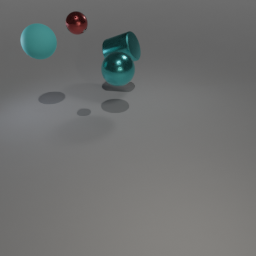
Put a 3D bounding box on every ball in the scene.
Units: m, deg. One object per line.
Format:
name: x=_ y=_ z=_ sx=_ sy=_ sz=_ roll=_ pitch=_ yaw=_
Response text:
ball: x=-0.406 y=-2.425 z=11.555 sx=1.400 sy=1.400 sz=1.400 roll=0 pitch=31 yaw=0
ball: x=-3.616 y=-3.508 z=11.388 sx=1.400 sy=1.400 sz=1.400 roll=0 pitch=31 yaw=0
ball: x=-1.637 y=-3.347 z=8.938 sx=0.700 sy=0.700 sz=0.700 roll=0 pitch=31 yaw=0

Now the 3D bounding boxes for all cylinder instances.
cylinder: x=-0.303 y=-3.792 z=13.578 sx=1.400 sy=1.400 sz=1.400 roll=-9 pitch=24 yaw=28
